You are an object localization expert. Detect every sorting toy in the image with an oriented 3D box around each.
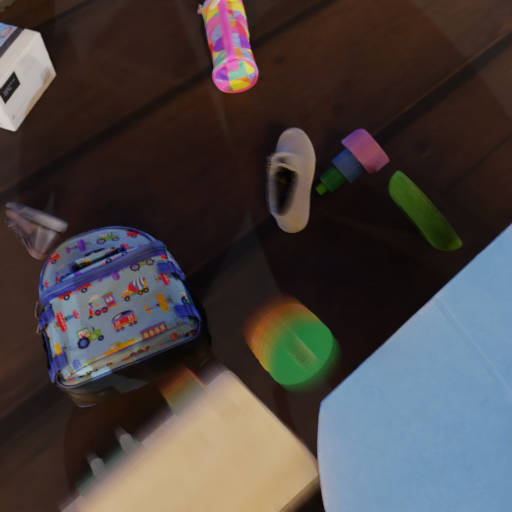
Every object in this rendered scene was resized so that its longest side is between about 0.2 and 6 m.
[{"bbox_3d":[-0.732,2.321,5.730,4.169,2.010,0.705,-41,38,-5],"label":"sorting toy"},{"bbox_3d":[2.275,-0.092,8.505,1.470,1.480,4.269,-41,62,12],"label":"sorting toy"}]

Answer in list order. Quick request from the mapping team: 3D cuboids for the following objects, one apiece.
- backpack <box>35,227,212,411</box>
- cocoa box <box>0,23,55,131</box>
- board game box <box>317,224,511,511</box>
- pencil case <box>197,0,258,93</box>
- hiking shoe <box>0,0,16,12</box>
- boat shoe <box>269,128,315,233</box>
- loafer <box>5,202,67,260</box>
[{"bbox_3d":[-1.939,0.565,7.695,2.168,1.598,2.375,-19,62,-10],"label":"backpack"},{"bbox_3d":[-4.567,-3.241,10.075,1.023,1.040,1.560,17,63,9],"label":"cocoa box"},{"bbox_3d":[3.156,2.088,6.746,5.288,1.030,4.178,-40,94,-12],"label":"board game box"},{"bbox_3d":[-0.533,-4.114,10.656,0.932,0.932,2.109,-9,63,-5],"label":"pencil case"},{"bbox_3d":[-5.300,-6.128,11.229,3.577,1.800,1.354,-37,67,-18],"label":"hiking shoe"},{"bbox_3d":[0.547,-1.335,9.065,0.658,0.672,1.887,-7,68,23],"label":"boat shoe"},{"bbox_3d":[-3.364,-0.389,8.286,0.720,2.004,0.631,23,85,-33],"label":"loafer"}]
